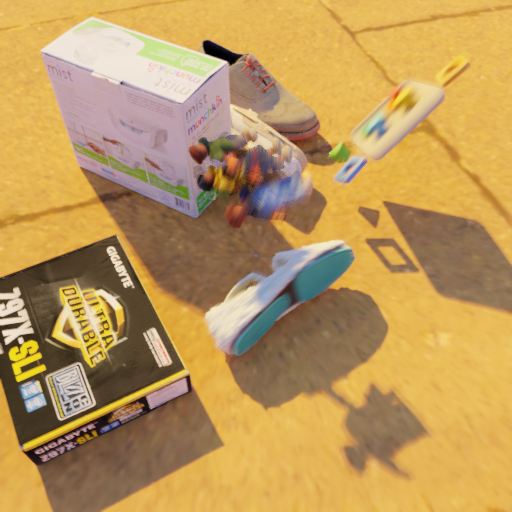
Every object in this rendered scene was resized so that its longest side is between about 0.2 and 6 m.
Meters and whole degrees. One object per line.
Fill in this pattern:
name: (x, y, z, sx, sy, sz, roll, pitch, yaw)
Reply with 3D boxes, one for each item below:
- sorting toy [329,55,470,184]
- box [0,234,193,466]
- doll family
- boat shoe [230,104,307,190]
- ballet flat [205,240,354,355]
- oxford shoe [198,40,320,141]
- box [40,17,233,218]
sorting toy: (2.264, -2.406, 9.439, 2.828, 0.385, 1.593, -43, 21, 13)
box: (-2.538, 1.192, 8.104, 2.274, 0.703, 2.847, -23, 54, -16)
doll family: (-0.201, -1.117, 7.832, 1.233, 0.837, 2.133, -24, 32, -24)
boat shoe: (-0.274, -2.287, 10.783, 2.964, 1.093, 1.025, 42, 59, 18)
ballet flat: (0.324, 0.421, 8.487, 2.641, 0.948, 0.948, -35, 59, -22)
oxford shoe: (-0.084, -3.422, 11.539, 3.251, 1.216, 1.145, 31, 57, 23)
box: (-1.981, -2.391, 9.840, 2.873, 2.535, 1.389, 24, 55, 20)
